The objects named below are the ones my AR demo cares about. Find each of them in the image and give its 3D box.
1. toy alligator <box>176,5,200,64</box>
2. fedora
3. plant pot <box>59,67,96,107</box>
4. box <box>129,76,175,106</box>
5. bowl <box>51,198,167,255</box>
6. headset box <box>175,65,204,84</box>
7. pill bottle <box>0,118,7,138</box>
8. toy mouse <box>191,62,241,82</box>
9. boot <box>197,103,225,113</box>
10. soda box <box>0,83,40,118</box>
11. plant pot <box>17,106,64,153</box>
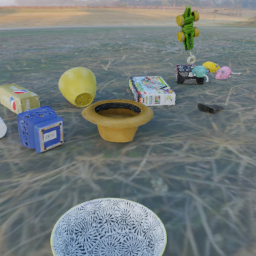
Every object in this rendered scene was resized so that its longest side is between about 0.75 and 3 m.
[{"bbox_3d":[2.328,-3.677,11.073,0.809,2.442,0.587,-17,42,-6],"label":"toy alligator"},{"bbox_3d":[-0.294,-0.171,7.991,2.122,0.866,2.122,-1,23,0],"label":"fedora"},{"bbox_3d":[-1.737,-1.359,10.297,1.414,1.414,1.004,-10,51,-21],"label":"plant pot"},{"bbox_3d":[0.917,-1.574,11.571,1.459,0.460,2.651,-3,25,-6],"label":"box"},{"bbox_3d":[-0.262,1.730,3.925,1.549,0.727,1.549,2,22,-1],"label":"bowl"},{"bbox_3d":[3.002,-2.675,13.766,1.262,0.655,1.696,2,24,5],"label":"headset box"},{"bbox_3d":[-4.020,-0.118,8.133,0.656,0.656,1.133,-22,33,-40],"label":"pill bottle"},{"bbox_3d":[3.049,-2.084,10.230,1.944,0.376,1.727,13,28,23],"label":"toy mouse"},{"bbox_3d":[2.966,-0.733,10.039,0.781,0.271,0.680,27,31,38],"label":"boot"},{"bbox_3d":[-3.946,-1.033,10.070,0.676,0.715,2.111,-21,32,-38],"label":"soda box"},{"bbox_3d":[-2.255,0.064,7.432,0.864,0.961,0.961,28,36,35],"label":"plant pot"}]
